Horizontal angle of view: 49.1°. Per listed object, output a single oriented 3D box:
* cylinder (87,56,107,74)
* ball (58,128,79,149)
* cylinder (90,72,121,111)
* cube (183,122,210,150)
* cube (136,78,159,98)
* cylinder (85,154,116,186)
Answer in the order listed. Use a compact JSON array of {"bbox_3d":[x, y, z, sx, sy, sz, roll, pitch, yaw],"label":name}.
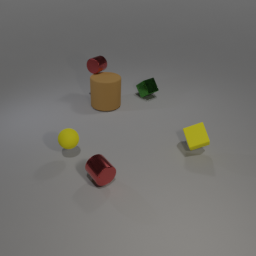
[{"bbox_3d":[-1.420,-2.906,12.832,0.700,0.700,0.700,16,31,24],"label":"cylinder"},{"bbox_3d":[-1.986,0.358,9.348,0.700,0.700,0.700,0,31,0],"label":"ball"},{"bbox_3d":[-1.020,-1.691,12.860,1.400,1.400,1.400,1,30,-1],"label":"cylinder"},{"bbox_3d":[2.343,0.298,9.581,0.700,0.700,0.700,-19,73,11],"label":"cube"},{"bbox_3d":[0.949,-1.973,13.779,0.700,0.700,0.700,-23,1,-33],"label":"cube"},{"bbox_3d":[-0.825,1.257,8.436,0.700,0.700,0.700,-21,42,-30],"label":"cylinder"}]
